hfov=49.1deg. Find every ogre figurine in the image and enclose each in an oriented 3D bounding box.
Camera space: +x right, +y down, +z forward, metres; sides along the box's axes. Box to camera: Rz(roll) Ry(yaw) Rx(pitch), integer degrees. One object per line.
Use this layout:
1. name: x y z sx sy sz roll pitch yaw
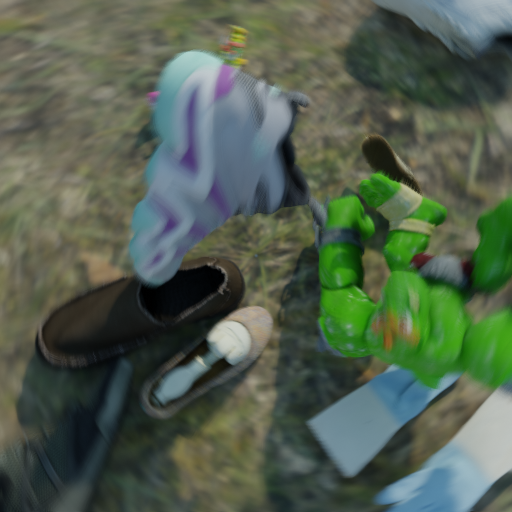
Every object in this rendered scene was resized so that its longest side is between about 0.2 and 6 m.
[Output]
1. ogre figurine: 2.382 0.390 7.283 4.080 2.002 2.446 14 74 21

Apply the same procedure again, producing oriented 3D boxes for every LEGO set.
1. LEGO set: -0.751 -3.063 9.417 1.033 0.836 2.247 41 79 10

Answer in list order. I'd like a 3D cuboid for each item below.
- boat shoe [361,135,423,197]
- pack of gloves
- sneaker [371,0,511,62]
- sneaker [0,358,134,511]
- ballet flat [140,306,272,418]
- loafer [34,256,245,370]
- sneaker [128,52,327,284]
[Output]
1. boat shoe: 2.193 -1.246 8.984 0.564 0.508 1.564 -32 96 16
2. pack of gloves: 2.444 2.602 8.251 2.642 0.521 2.220 -34 72 -15
3. sneaker: 3.469 -4.233 9.605 3.136 1.168 1.366 13 81 4
4. sneaker: -2.753 2.551 7.867 1.526 1.019 2.665 24 82 -1
5. ballet flat: -0.696 1.565 8.242 2.361 0.794 0.804 -40 79 -10
6. loafer: -1.771 0.696 8.268 3.274 1.168 1.195 -23 77 -6
7. sneaker: -0.263 -0.647 6.916 2.239 3.201 1.244 18 40 -1
